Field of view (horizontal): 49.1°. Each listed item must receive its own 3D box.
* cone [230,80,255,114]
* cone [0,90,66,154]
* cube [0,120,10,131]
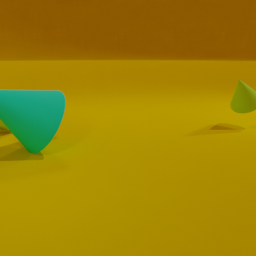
[{"bbox_3d":[3.443,-1.098,8.407,0.944,0.948,0.944,-21,40,19],"label":"cone"},{"bbox_3d":[-2.501,-0.454,6.089,1.612,1.606,1.606,29,-6,-38],"label":"cone"},{"bbox_3d":[-3.701,-0.482,8.002,0.871,0.871,0.871,5,-18,10],"label":"cube"}]
